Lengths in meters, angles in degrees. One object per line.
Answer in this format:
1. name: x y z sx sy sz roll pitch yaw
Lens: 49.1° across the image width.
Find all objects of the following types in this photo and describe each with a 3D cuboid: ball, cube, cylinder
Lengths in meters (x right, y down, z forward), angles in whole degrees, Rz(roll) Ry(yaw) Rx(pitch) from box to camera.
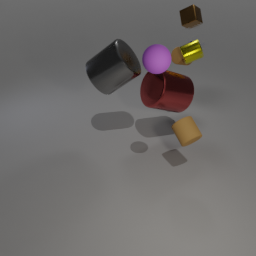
1. ball: 0.691 -1.662 6.763 0.700 0.700 0.700 0 31 0
2. cube: 2.757 -4.839 12.232 0.700 0.700 0.700 -10 -3 38
3. cylinder: -0.492 -2.072 9.616 1.400 1.400 1.400 -29 20 27
4. cylinder: 1.382 -1.323 10.004 1.400 1.400 1.400 7 24 -33
5. cylinder: 2.375 -2.841 10.464 0.700 0.700 0.700 -21 29 13
6. cylinder: 1.795 0.106 8.564 0.700 0.700 0.700 -17 69 -26
7. cylinder: 2.261 -2.969 11.595 0.700 0.700 0.700 -6 27 -44
